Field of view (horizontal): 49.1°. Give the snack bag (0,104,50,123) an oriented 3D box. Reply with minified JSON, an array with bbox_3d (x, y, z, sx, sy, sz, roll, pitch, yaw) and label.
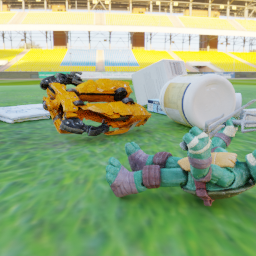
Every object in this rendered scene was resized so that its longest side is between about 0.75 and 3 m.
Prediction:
[{"bbox_3d":[-3.685,-0.608,10.667,2.659,0.302,2.820,10,15,41],"label":"snack bag"}]

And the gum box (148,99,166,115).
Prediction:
[{"bbox_3d":[2.324,-0.887,11.516,2.376,0.529,2.018,-5,12,-25],"label":"gum box"}]

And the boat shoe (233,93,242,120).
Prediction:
[{"bbox_3d":[3.016,-0.707,9.184,0.927,1.002,2.714,5,11,8],"label":"boat shoe"}]

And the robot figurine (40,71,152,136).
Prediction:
[{"bbox_3d":[-0.847,-0.552,7.214,2.861,0.833,2.074,-7,53,-39],"label":"robot figurine"}]

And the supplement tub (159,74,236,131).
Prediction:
[{"bbox_3d":[1.939,-0.817,8.330,1.550,1.550,2.146,-3,11,-16],"label":"supplement tub"}]

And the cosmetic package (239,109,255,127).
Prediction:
[{"bbox_3d":[3.902,-0.318,8.521,1.003,0.509,0.358,-4,12,-15],"label":"cosmetic package"}]

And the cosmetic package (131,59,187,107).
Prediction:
[{"bbox_3d":[1.573,-2.088,13.321,1.699,1.700,2.061,-10,-5,-44],"label":"cosmetic package"}]

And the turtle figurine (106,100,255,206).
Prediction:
[{"bbox_3d":[0.894,0.375,3.359,2.127,1.071,1.592,-11,-6,23],"label":"turtle figurine"}]
